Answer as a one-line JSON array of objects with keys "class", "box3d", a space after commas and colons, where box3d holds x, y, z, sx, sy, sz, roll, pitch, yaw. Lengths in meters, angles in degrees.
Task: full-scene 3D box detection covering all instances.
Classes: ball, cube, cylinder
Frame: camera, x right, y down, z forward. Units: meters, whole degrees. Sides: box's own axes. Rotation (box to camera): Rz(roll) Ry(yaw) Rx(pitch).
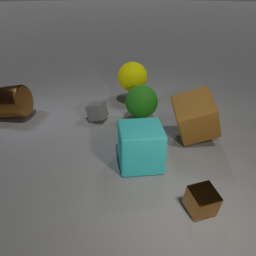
[{"class": "ball", "box3d": [0.214, -2.455, 13.444, 1.400, 1.400, 1.400, 0, 28, 0]}, {"class": "ball", "box3d": [0.578, -1.122, 11.963, 1.400, 1.400, 1.400, 0, 28, 0]}, {"class": "cube", "box3d": [-1.346, -0.745, 12.174, 0.700, 0.700, 0.700, -4, 22, 21]}, {"class": "cube", "box3d": [1.940, 1.912, 7.362, 0.700, 0.700, 0.700, -10, 41, -17]}, {"class": "cube", "box3d": [0.415, 0.600, 9.165, 1.400, 1.400, 1.400, -3, 29, -6]}, {"class": "cube", "box3d": [2.464, -0.428, 10.193, 1.400, 1.400, 1.400, -15, 45, 11]}, {"class": "cylinder", "box3d": [-5.116, -1.132, 12.223, 1.400, 1.400, 1.400, -3, 27, 15]}]
